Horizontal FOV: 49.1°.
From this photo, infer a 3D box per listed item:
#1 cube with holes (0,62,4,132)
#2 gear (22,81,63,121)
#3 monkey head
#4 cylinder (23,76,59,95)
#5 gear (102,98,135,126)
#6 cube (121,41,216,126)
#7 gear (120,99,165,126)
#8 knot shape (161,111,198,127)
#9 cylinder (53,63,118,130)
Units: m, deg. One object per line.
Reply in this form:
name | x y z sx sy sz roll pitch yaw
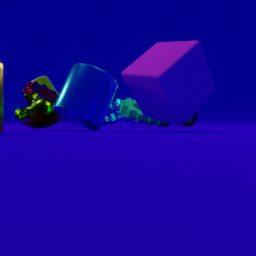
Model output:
cube with holes | -2.410 -0.442 3.711 1.025 1.025 1.025 0 1 6
gear | -2.413 -0.825 8.368 1.463 0.271 1.463 38 15 -13
monkey head | -1.718 -0.408 5.522 1.192 0.858 0.718 -19 -8 -37
cylinder | -2.948 -1.154 9.662 0.934 0.934 0.934 -33 3 2
gear | -0.431 -0.508 9.265 1.502 0.278 1.502 -19 -16 -5
cube | 0.659 -0.741 4.526 0.937 0.937 0.937 -44 34 -20
gear | 0.432 -0.447 7.864 1.322 0.245 1.322 15 20 -6
knot shape | 1.522 -0.515 8.316 1.239 1.324 0.612 30 9 31
cylinder | -0.717 -0.518 4.795 0.858 0.858 0.858 21 -14 5
